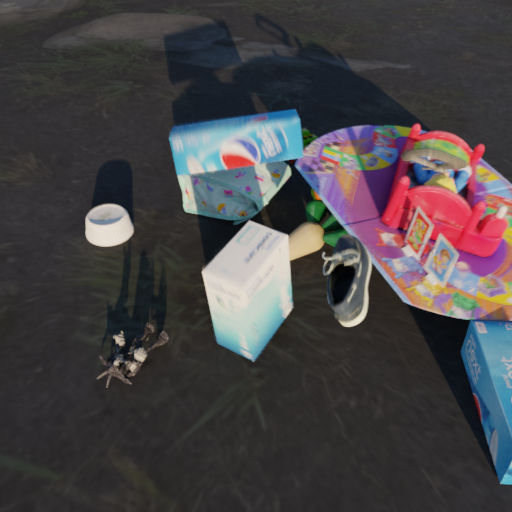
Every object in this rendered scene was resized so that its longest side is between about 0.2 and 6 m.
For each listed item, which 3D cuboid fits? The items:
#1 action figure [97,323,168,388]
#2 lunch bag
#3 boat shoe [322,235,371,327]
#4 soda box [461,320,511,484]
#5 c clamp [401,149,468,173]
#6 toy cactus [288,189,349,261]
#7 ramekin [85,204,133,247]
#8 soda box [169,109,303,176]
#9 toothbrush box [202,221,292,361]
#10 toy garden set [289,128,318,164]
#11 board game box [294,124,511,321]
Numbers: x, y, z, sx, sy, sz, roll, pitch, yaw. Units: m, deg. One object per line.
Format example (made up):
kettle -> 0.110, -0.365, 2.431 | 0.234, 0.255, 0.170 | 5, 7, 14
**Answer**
action figure -> -2.099, 1.604, 9.335 | 0.746, 0.641, 1.255 | 32, 46, 19
lunch bag -> -0.424, -1.638, 12.793 | 2.077, 1.266, 1.769 | 13, 40, 24
boat shoe -> 1.310, 0.249, 8.313 | 0.633, 0.523, 1.691 | -17, 41, 31
soda box -> 3.844, 2.136, 8.501 | 0.789, 0.834, 2.458 | 2, 39, 3
c clamp -> 3.007, -1.623, 9.679 | 1.303, 0.176, 1.113 | 12, 0, -41
toy cactus -> 1.562, -0.600, 11.758 | 2.255, 1.397, 2.732 | -30, 51, -4
ramekin -> -3.232, -0.706, 12.243 | 1.049, 0.489, 1.049 | 0, 40, 0
soda box -> -0.401, -2.365, 11.641 | 2.649, 0.850, 0.898 | -8, 27, 2
toothbrush box -> -0.083, 0.603, 9.422 | 0.807, 1.893, 1.386 | 22, 53, 25
toy garden set -> 1.201, -3.063, 15.252 | 1.326, 0.317, 1.590 | -20, 43, -23
board game box -> 3.732, -1.386, 10.980 | 4.615, 1.137, 5.841 | -13, 50, -24
